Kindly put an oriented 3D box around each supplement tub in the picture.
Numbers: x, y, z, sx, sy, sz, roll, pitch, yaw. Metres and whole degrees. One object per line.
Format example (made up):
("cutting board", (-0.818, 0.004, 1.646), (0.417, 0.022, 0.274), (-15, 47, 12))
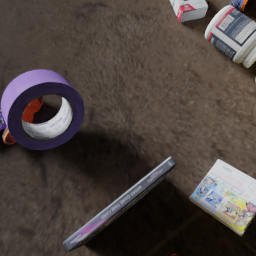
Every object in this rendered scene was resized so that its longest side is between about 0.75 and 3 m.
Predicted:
("supplement tub", (3.551, -2.936, 9.068), (1.271, 1.271, 1.812), (-43, 76, -14))

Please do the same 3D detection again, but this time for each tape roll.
("tape roll", (-2.273, -0.469, 7.567), (2.031, 2.031, 0.863), (-32, 45, -11))

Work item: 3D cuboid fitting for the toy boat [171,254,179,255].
("toy boat", (1.020, 3.468, 6.769), (0.566, 0.565, 0.866), (40, 58, -19))

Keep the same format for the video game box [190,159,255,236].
("video game box", (2.737, 1.822, 7.559), (1.581, 0.370, 1.440), (32, 70, 35))

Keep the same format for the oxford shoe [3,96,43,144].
("oxford shoe", (-3.316, -0.352, 8.558), (0.677, 0.662, 1.856), (15, 63, 21))

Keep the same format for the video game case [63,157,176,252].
("video game case", (-0.122, 1.895, 6.901), (2.917, 2.084, 0.277), (-36, 75, -12))

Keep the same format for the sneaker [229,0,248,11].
("sneaker", (4.065, -5.007, 10.200), (0.619, 0.595, 1.579), (11, 69, 9))

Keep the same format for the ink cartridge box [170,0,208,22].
("ink cartridge box", (2.119, -4.567, 10.029), (0.975, 0.560, 1.342), (-15, 71, -5))

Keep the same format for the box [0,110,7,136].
("box", (-4.117, -0.046, 8.520), (0.953, 0.376, 0.673), (-27, 70, -9))
